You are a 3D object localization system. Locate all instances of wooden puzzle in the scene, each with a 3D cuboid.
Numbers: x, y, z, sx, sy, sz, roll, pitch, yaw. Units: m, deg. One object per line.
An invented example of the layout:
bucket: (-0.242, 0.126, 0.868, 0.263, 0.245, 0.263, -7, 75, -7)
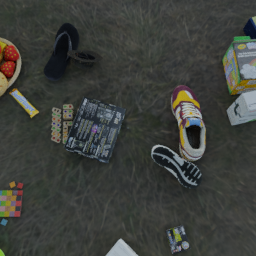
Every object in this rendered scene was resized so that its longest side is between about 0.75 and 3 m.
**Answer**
wooden puzzle: (-4.209, 2.650, 9.882, 0.896, 0.106, 1.510, -1, 73, 0)

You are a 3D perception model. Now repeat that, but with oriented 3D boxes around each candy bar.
candy bar: (-4.081, -0.992, 10.967, 0.367, 0.163, 1.470, -43, 78, -12)

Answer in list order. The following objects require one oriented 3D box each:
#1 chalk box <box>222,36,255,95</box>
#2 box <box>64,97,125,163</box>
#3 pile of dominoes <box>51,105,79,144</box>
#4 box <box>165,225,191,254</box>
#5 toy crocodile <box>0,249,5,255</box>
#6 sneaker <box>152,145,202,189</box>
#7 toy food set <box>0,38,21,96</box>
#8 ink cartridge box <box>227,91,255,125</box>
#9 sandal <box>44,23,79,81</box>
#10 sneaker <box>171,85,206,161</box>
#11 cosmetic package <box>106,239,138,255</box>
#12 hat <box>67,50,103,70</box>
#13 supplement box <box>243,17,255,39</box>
chalk box: (4.559, -2.545, 10.849, 1.319, 1.313, 2.121, -4, 72, 0)
box: (-1.198, 0.050, 10.444, 1.695, 0.461, 2.116, 16, 73, 3)
pile of dominoes: (-2.353, -0.147, 10.662, 1.176, 0.240, 1.509, -2, 73, -1)
box: (1.690, 3.785, 9.501, 0.629, 0.174, 0.786, -15, 74, -5)
toy crocodile: (-4.099, 4.775, 8.863, 2.879, 0.889, 0.972, 46, 43, 8)
sneaker: (1.737, 1.291, 9.950, 2.184, 0.874, 0.805, 41, 95, -8)
toy food set: (-5.694, -2.498, 11.150, 2.753, 0.677, 2.782, 26, 75, 8)
ink cartridge box: (4.464, -0.754, 10.119, 1.194, 1.628, 0.676, -12, 73, -4)
sandal: (-2.633, -3.133, 11.338, 0.975, 0.549, 2.565, 15, 76, -4)
sneaker: (2.280, -0.342, 10.144, 1.114, 1.340, 2.974, -8, 73, -2)
cosmetic package: (-0.519, 4.704, 8.906, 1.113, 0.800, 1.972, 42, 79, 12)
hat: (-1.711, -2.651, 11.131, 1.430, 0.577, 1.430, 9, 29, -5)
supplement box: (5.596, -4.043, 11.599, 1.069, 0.718, 1.070, -18, 74, -5)
